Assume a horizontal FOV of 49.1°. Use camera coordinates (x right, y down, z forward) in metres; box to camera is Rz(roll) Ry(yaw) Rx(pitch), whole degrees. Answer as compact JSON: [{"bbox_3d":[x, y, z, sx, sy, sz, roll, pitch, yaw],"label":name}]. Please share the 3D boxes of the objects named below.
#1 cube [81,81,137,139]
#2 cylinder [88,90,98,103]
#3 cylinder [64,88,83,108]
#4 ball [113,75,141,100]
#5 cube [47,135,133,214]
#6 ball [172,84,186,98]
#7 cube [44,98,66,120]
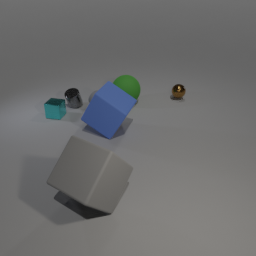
[{"bbox_3d":[-0.734,-0.716,10.986,1.400,1.400,1.400,35,34,-2],"label":"cube"},{"bbox_3d":[-1.352,-1.273,12.980,0.700,0.700,0.700,40,44,21],"label":"cylinder"},{"bbox_3d":[-2.562,-1.405,13.200,0.700,0.700,0.700,-4,53,6],"label":"cylinder"},{"bbox_3d":[-0.097,-1.842,13.446,1.400,1.400,1.400,0,30,0],"label":"ball"},{"bbox_3d":[-0.955,1.240,7.410,1.400,1.400,1.400,19,75,31],"label":"cube"},{"bbox_3d":[2.531,-1.845,13.990,0.700,0.700,0.700,0,30,0],"label":"ball"},{"bbox_3d":[-3.220,-0.859,12.430,0.700,0.700,0.700,7,30,11],"label":"cube"}]
